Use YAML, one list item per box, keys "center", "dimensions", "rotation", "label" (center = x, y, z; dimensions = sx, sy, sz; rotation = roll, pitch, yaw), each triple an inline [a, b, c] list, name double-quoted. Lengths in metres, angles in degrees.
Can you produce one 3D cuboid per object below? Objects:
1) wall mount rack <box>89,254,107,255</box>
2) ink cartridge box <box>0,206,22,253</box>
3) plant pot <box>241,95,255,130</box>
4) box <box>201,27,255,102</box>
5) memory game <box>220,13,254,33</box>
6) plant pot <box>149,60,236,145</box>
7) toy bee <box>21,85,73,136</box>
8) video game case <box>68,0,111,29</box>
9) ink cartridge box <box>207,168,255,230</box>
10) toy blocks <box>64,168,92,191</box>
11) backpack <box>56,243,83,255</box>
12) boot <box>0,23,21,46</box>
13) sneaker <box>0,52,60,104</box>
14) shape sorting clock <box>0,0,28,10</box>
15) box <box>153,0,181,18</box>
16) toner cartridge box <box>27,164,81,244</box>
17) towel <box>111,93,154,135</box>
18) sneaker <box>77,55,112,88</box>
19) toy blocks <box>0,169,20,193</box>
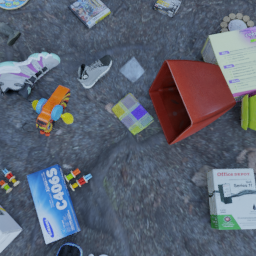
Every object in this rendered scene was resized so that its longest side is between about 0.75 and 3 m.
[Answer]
- center: [-1.196, 5.396, 9.570]
  dimensions: [1.925, 0.718, 1.673]
  rotation: [-41, 78, -10]
  label: "wall mount rack"
- center: [-5.374, 3.358, 9.589]
  dimensions: [2.472, 1.805, 1.814]
  rotation: [42, 78, 11]
  label: "ink cartridge box"
- center: [5.085, -0.601, 10.987]
  dimensions: [1.198, 1.314, 1.321]
  rotation: [1, 73, 21]
  label: "plant pot"
- center: [4.657, -2.560, 11.593]
  dimensions: [2.364, 1.299, 2.688]
  rotation: [-12, 75, -4]
  label: "box"
- center: [5.010, -4.577, 12.813]
  dimensions: [1.602, 0.102, 1.602]
  rotation: [0, 74, 0]
  label: "memory game"
- center: [2.479, -1.093, 10.711]
  dimensions: [2.216, 2.514, 2.512]
  rotation: [-14, 74, -16]
  label: "plant pot"
- center: [-3.233, -0.468, 11.119]
  dimensions: [1.738, 1.443, 2.655]
  rotation: [40, 53, 20]
  label: "toy bee"
- center: [-1.790, -5.517, 13.038]
  dimensions: [1.376, 0.194, 1.523]
  rotation: [-40, 77, -10]
  label: "video game case"
- center: [3.834, 2.576, 10.296]
  dimensions: [1.562, 0.885, 2.131]
  rotation: [-2, 74, -1]
  label: "ink cartridge box"
- center: [-1.905, 1.889, 10.806]
  dimensions: [0.873, 0.317, 0.728]
  rotation: [-32, 77, -9]
  label: "toy blocks"
- center: [-2.061, 4.569, 9.795]
  dimensions: [0.920, 0.739, 1.006]
  rotation: [15, 76, 5]
  label: "backpack"
- center: [-5.472, -4.223, 12.570]
  dimensions: [1.023, 0.371, 0.930]
  rotation: [29, 62, 1]
  label: "boot"
- center: [-4.011, -1.948, 11.631]
  dimensions: [2.710, 1.054, 1.896]
  rotation: [-15, 76, 5]
  label: "sneaker"
- center: [-5.439, -6.373, 13.206]
  dimensions: [1.805, 0.354, 1.805]
  rotation: [0, 73, 0]
  label: "shape sorting clock"
- center: [1.816, -5.718, 13.062]
  dimensions: [1.071, 0.259, 0.848]
  rotation: [29, 76, 8]
  label: "box"
- center: [-2.766, 2.781, 10.413]
  dimensions: [1.225, 0.557, 2.578]
  rotation: [-21, 75, -6]
  label: "toner cartridge box"
- center: [0.172, -0.594, 11.604]
  dimensions: [1.141, 0.181, 1.588]
  rotation: [-37, 77, -11]
  label: "towel"
- center: [-1.422, -2.478, 11.516]
  dimensions: [1.722, 0.994, 0.646]
  rotation: [-50, 57, 2]
  label: "sneaker"
- center: [-4.672, 2.014, 10.788]
  dimensions: [0.772, 0.280, 0.644]
  rotation: [43, 78, 11]
  label: "toy blocks"
